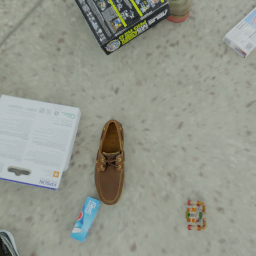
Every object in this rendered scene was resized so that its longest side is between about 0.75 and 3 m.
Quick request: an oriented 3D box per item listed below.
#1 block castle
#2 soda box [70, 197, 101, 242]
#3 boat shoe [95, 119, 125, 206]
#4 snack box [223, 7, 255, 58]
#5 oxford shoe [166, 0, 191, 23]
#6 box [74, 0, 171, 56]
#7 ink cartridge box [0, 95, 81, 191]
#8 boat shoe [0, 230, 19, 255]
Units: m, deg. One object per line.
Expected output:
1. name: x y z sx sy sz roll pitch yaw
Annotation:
1. block castle: 1.795 2.324 7.443 0.514 0.361 0.770 15 69 -34
2. soda box: -1.120 2.426 7.475 0.376 0.355 1.107 21 73 6
3. boat shoe: -0.509 0.897 7.723 0.858 0.805 2.385 2 72 1
4. snack box: 4.434 -3.517 9.385 2.689 0.327 0.967 -42 77 -12
5. oxford shoe: 0.770 -4.646 9.334 2.973 1.112 1.047 24 74 8
6. box: -0.383 -4.038 8.646 2.327 0.643 2.905 -31 71 7
7. ink cartridge box: -2.789 0.400 8.043 2.440 0.496 2.445 11 73 3
8. boat shoe: -2.969 3.546 6.922 0.731 0.719 2.028 -30 75 -9
